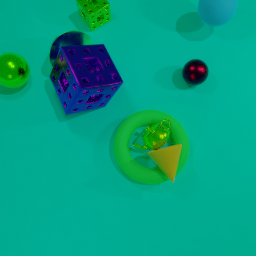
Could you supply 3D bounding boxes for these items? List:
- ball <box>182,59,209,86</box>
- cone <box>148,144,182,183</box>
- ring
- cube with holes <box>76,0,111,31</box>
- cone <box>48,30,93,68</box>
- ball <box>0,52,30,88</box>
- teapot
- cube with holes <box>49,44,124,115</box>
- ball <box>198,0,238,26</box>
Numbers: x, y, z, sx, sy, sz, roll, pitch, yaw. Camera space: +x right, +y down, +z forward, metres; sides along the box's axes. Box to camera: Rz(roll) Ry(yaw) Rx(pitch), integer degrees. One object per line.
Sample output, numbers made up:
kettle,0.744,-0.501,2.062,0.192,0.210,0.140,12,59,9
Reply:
ball,1.884,-1.562,7.850,0.733,0.733,0.733,0,74,0
cone,1.000,0.920,6.851,0.858,0.858,0.862,-14,87,-4
ring,0.619,0.468,7.424,2.005,0.401,2.005,0,74,0
cube with holes,-1.025,-3.560,8.437,0.728,0.728,0.728,-34,77,-9
cone,-1.860,-2.432,8.156,1.335,1.335,1.340,-33,50,-9
ball,-3.214,-1.587,7.725,0.985,0.985,0.985,0,74,0
teapot,0.653,0.208,7.293,1.222,0.760,0.598,-43,105,2
cube with holes,-1.114,-1.266,7.273,1.224,1.224,1.224,-16,72,-35
ball,2.515,-3.427,7.888,1.066,1.066,1.066,0,74,0
